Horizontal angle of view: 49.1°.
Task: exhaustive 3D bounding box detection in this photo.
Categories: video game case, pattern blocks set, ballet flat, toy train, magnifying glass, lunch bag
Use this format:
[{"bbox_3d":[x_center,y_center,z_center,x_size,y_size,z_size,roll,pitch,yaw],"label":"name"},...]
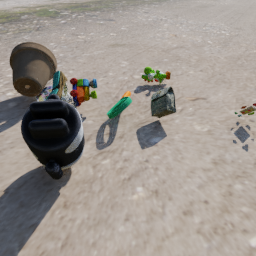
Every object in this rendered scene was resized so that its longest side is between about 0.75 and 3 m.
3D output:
[{"bbox_3d":[-2.824,-1.194,10.451,1.165,0.152,1.280,-20,46,-18],"label":"video game case"},{"bbox_3d":[3.868,-0.573,9.017,0.814,0.715,0.066,-19,59,30],"label":"pattern blocks set"},{"bbox_3d":[-2.447,-1.231,9.901,0.600,0.640,1.768,-24,47,32],"label":"ballet flat"},{"bbox_3d":[-1.496,-1.066,9.777,0.941,0.689,1.627,-9,56,1],"label":"toy train"},{"bbox_3d":[-0.178,-0.890,9.712,0.938,0.264,2.357,-35,13,19],"label":"magnifying glass"},{"bbox_3d":[1.131,-0.867,9.151,0.532,0.905,0.742,12,-22,-41],"label":"lunch bag"}]

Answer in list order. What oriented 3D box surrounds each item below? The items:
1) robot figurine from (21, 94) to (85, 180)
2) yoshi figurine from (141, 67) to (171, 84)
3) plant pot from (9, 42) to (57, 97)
[{"bbox_3d":[-1.740,0.182,6.634,1.352,2.166,1.627,32,66,11],"label":"robot figurine"},{"bbox_3d":[1.168,-2.328,11.857,1.210,0.680,0.678,-1,56,-2],"label":"yoshi figurine"},{"bbox_3d":[-3.566,-1.991,10.297,1.742,1.742,1.519,-1,52,-1],"label":"plant pot"}]
